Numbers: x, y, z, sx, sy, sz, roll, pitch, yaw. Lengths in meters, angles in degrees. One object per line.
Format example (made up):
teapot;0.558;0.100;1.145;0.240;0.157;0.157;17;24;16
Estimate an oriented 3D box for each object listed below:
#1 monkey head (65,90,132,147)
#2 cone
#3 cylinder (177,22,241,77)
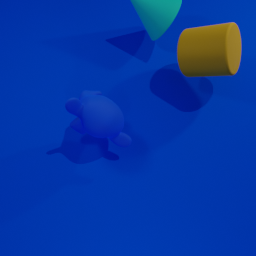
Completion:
monkey head;-0.766;-0.152;6.310;1.293;1.798;1.083;-42;32;19
cone;0.499;-3.304;7.551;1.341;1.336;1.336;27;65;-20
cylinder;2.003;-1.877;6.874;1.206;1.206;1.206;5;61;36
